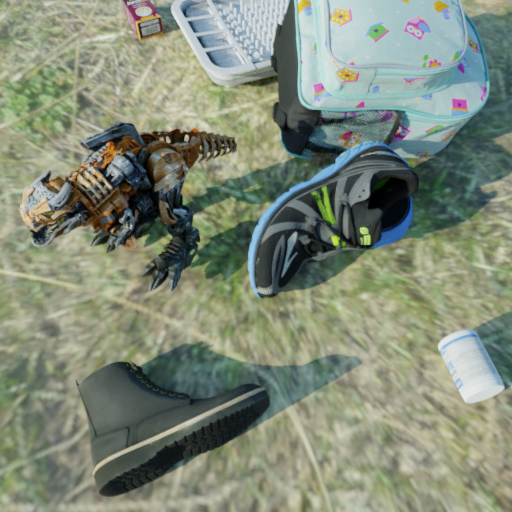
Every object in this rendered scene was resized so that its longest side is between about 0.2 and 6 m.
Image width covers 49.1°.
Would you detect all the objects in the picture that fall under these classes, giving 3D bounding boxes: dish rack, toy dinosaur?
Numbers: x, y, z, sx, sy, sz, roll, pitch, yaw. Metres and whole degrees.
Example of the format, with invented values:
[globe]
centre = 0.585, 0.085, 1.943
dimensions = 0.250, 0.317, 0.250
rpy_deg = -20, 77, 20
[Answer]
[dish rack]
centre = 0.146, -4.807, 12.065
dimensions = 3.414, 0.743, 2.930
rpy_deg = -19, 57, -12
[toy dinosaur]
centre = -1.581, -0.926, 8.219
dimensions = 3.572, 2.424, 1.824
rpy_deg = -16, 46, -22

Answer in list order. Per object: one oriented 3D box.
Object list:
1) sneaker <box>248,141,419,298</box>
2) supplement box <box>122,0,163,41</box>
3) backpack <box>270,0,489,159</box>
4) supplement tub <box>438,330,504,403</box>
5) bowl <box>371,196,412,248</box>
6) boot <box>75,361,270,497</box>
[sneaker]
centre = 1.192, -0.532, 8.616
dimensions = 3.266, 1.158, 1.353
rpy_deg = -39, 52, -13
[supplement box]
centre = -2.563, -5.406, 12.638
dimensions = 0.579, 0.450, 1.050
rpy_deg = -22, 59, -14
[backpack]
centre = 2.281, -3.365, 9.869
dimensions = 3.537, 2.711, 3.109
rpy_deg = 6, 64, -15
[supplement tub]
centre = 2.996, 1.537, 7.848
dimensions = 0.583, 0.583, 0.884
rpy_deg = -12, 56, -8
[bowl]
centre = 1.857, -0.902, 9.647
dimensions = 1.696, 0.333, 1.696
rpy_deg = 0, 55, 0
[boot]
centre = -1.185, 1.858, 7.493
dimensions = 2.390, 0.926, 1.653
rpy_deg = -21, 53, -15
